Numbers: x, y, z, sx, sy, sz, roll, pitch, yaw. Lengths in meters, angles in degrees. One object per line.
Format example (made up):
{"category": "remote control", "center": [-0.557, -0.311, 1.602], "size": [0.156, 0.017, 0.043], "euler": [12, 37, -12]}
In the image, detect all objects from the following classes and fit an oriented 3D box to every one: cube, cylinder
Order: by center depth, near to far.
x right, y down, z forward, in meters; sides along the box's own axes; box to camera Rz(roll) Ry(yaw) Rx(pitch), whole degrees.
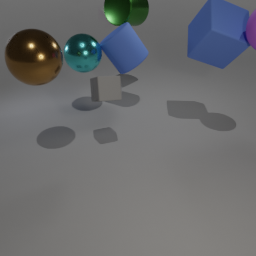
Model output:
{"category": "cube", "center": [-0.655, -1.144, 8.208], "size": [0.700, 0.700, 0.700], "euler": [-7, 7, -25]}
{"category": "cube", "center": [2.859, -2.992, 8.936], "size": [1.400, 1.400, 1.400], "euler": [14, 65, -15]}
{"category": "cylinder", "center": [-0.154, -3.060, 10.811], "size": [1.400, 1.400, 1.400], "euler": [-32, 24, 17]}
{"category": "cylinder", "center": [-0.053, -5.011, 11.720], "size": [1.400, 1.400, 1.400], "euler": [19, 27, 29]}

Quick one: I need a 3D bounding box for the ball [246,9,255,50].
{"category": "ball", "center": [3.940, -2.716, 7.566], "size": [1.400, 1.400, 1.400], "euler": [0, 30, 0]}

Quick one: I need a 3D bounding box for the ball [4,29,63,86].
{"category": "ball", "center": [-2.358, -1.771, 7.078], "size": [1.400, 1.400, 1.400], "euler": [0, 30, 0]}

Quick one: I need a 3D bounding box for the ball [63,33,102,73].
{"category": "ball", "center": [-1.658, -2.745, 10.310], "size": [1.400, 1.400, 1.400], "euler": [0, 30, 0]}
